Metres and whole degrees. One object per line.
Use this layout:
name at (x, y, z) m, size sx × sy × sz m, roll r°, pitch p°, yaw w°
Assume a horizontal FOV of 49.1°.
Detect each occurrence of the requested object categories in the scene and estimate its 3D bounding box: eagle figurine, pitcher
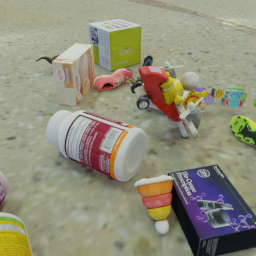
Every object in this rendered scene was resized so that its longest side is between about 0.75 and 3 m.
eagle figurine at (0.707, -1.916, 10.276) m, size 0.947 × 1.248 × 0.941 m, roll 26°, pitch 29°, yaw -51°
pitcher at (1.186, -1.001, 8.999) m, size 1.635 × 0.991 × 1.402 m, roll 18°, pitch 17°, yaw 15°

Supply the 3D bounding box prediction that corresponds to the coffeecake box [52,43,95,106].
coffeecake box at (-1.854, -1.948, 9.989) m, size 0.736 × 1.546 × 2.014 m, roll 8°, pitch 34°, yaw 10°

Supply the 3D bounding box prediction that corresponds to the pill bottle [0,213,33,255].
pill bottle at (-1.828, 2.271, 3.927) m, size 1.106 × 1.106 × 1.991 m, roll -16°, pitch 36°, yaw -23°

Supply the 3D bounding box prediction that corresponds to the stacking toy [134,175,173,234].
stacking toy at (0.572, 1.473, 5.350) m, size 0.772 × 0.772 × 1.057 m, roll -7°, pitch 75°, yaw -11°

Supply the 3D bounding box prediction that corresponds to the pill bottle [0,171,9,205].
pill bottle at (-3.052, 1.590, 5.008) m, size 1.085 × 1.085 × 1.933 m, roll 4°, pitch 34°, yaw 6°

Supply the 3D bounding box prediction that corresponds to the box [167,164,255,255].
box at (1.564, 1.542, 5.451) m, size 1.179 × 0.658 × 1.670 m, roll -6°, pitch 33°, yaw -11°

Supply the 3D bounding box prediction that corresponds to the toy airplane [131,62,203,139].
toy airplane at (1.342, -0.814, 7.627) m, size 2.244 × 1.583 × 2.234 m, roll 52°, pitch 20°, yaw 5°

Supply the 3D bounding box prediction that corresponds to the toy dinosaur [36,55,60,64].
toy dinosaur at (-2.749, -2.912, 12.311) m, size 2.476 × 0.953 × 1.266 m, roll -20°, pitch 26°, yaw -18°

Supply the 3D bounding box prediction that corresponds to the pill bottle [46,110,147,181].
pill bottle at (-0.798, 0.317, 6.769) m, size 2.268 × 1.281 × 1.281 m, roll 19°, pitch 38°, yaw 26°

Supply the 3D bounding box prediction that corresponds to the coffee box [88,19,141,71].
coffee box at (-0.571, -3.781, 12.631) m, size 1.729 × 1.732 × 1.713 m, roll -22°, pitch 39°, yaw -30°

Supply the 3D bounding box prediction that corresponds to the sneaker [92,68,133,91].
sneaker at (-0.506, -1.775, 10.765) m, size 1.645 × 0.606 × 0.713 m, roll -19°, pitch 48°, yaw -16°

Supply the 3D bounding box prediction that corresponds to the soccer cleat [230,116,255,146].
soccer cleat at (3.614, 0.255, 7.672) m, size 0.810 × 0.626 × 1.937 m, roll 16°, pitch 17°, yaw -34°

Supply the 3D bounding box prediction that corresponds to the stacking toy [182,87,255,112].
stacking toy at (2.874, -0.920, 8.863) m, size 2.838 × 0.667 × 2.140 m, roll 3°, pitch 15°, yaw -6°
